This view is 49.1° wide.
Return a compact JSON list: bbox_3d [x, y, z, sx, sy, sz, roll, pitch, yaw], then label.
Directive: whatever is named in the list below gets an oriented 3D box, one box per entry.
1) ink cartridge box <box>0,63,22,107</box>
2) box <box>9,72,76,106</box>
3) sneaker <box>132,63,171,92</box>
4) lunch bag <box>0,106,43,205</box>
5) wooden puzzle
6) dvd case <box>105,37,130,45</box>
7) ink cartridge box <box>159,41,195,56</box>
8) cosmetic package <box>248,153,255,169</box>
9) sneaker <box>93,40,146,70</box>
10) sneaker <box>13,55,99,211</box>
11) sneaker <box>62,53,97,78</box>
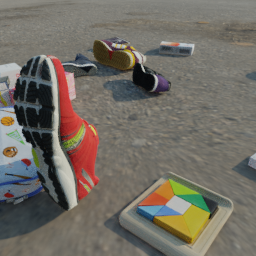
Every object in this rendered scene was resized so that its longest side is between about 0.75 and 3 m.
[{"bbox_3d":[-4.210,-1.178,8.839,1.827,1.328,0.799,-22,37,-32],"label":"ink cartridge box"},{"bbox_3d":[-2.701,-1.127,9.130,1.025,0.946,1.998,14,34,23],"label":"box"},{"bbox_3d":[0.886,-1.858,10.776,0.932,0.806,2.128,6,27,-27],"label":"sneaker"},{"bbox_3d":[-2.669,0.550,5.950,1.800,0.849,2.247,-8,52,-24],"label":"lunch bag"},{"bbox_3d":[0.938,1.543,5.264,1.591,0.320,1.719,22,37,32],"label":"wooden puzzle"},{"bbox_3d":[-0.709,-4.720,15.411,1.031,0.111,1.387,33,44,32],"label":"dvd case"},{"bbox_3d":[2.747,-4.514,15.257,1.731,0.535,2.135,9,35,14],"label":"ink cartridge box"},{"bbox_3d":[3.490,0.858,6.471,0.802,0.275,1.063,-26,39,-32],"label":"cosmetic package"},{"bbox_3d":[-0.463,-3.410,13.060,1.281,1.065,2.843,-17,40,-41],"label":"sneaker"},{"bbox_3d":[-1.143,0.068,5.111,1.130,2.935,1.246,20,37,35],"label":"sneaker"},{"bbox_3d":[-2.311,-2.692,11.957,1.672,0.636,1.208,-6,41,-28],"label":"sneaker"}]
